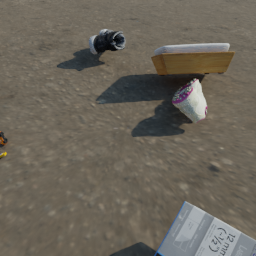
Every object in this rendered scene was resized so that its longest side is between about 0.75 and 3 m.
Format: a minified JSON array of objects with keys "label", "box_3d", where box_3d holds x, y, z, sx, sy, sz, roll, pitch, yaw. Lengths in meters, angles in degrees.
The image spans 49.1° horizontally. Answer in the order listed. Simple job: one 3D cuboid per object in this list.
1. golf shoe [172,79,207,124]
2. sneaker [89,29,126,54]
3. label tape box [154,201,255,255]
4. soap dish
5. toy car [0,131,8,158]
[{"label":"golf shoe","box_3d":[2.091,-0.881,9.132,1.108,0.912,2.420,52,28,-6]},{"label":"sneaker","box_3d":[-0.684,-3.895,12.478,1.379,0.914,2.423,0,28,20]},{"label":"label tape box","box_3d":[1.511,2.416,4.465,2.151,0.711,1.541,24,67,29]},{"label":"soap dish","box_3d":[2.288,-2.484,10.369,2.563,1.041,2.016,-3,11,-6]},{"label":"toy car","box_3d":[-3.534,0.452,7.690,0.271,0.399,0.814,-23,37,0]}]
